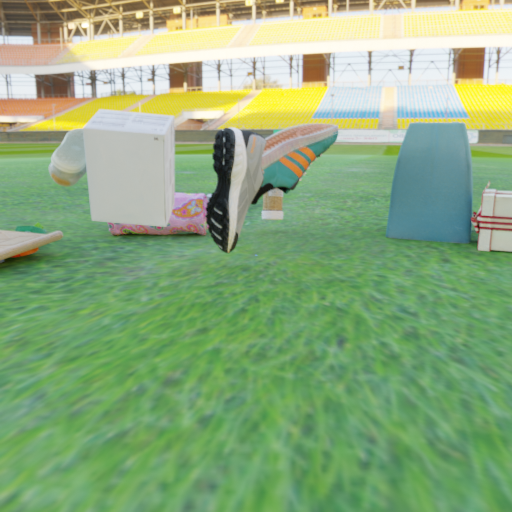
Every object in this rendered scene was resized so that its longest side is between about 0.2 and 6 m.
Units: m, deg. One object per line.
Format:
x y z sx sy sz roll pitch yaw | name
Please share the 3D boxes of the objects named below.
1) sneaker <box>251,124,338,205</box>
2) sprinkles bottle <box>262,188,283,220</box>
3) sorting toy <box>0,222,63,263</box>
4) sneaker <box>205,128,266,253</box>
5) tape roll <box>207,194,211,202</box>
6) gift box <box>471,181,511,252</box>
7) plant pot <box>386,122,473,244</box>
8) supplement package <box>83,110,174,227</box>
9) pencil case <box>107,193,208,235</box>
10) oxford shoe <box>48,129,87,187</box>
0.738 -2.182 13.017 2.996 1.197 1.069 -28 33 -26 | sneaker
0.421 -1.670 13.954 0.530 1.553 0.530 1 3 0 | sprinkles bottle
-5.068 -0.223 11.485 2.138 0.426 2.892 1 16 24 | sorting toy
-0.312 -1.119 10.165 0.942 2.377 0.879 -8 32 -34 | sneaker
-0.980 -1.763 18.087 1.229 0.406 1.229 -1 13 0 | tape roll
5.417 -0.880 12.121 1.388 1.487 1.372 4 9 23 | gift box
4.284 -1.838 13.446 1.897 2.685 1.896 6 15 21 | plant pot
-1.997 -1.402 9.031 1.246 1.600 0.887 5 31 0 | supplement package
-2.396 -1.003 13.558 2.487 1.087 1.087 -1 13 -1 | pencil case
-3.023 -1.695 9.512 0.689 0.529 1.832 25 29 -9 | oxford shoe
